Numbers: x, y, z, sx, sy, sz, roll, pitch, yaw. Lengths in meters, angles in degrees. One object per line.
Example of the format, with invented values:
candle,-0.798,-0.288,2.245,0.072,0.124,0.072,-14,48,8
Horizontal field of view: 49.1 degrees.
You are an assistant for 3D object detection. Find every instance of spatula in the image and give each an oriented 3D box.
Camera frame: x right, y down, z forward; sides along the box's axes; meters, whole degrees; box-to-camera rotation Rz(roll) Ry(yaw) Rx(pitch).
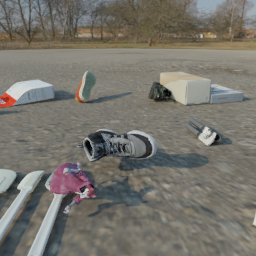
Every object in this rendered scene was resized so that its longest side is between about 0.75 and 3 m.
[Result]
spatula,-1.886,1.306,4.838,1.857,0.215,2.671,3,18,-2

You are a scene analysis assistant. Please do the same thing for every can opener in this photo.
can opener,2.173,0.129,8.201,0.515,0.408,1.549,31,10,-24

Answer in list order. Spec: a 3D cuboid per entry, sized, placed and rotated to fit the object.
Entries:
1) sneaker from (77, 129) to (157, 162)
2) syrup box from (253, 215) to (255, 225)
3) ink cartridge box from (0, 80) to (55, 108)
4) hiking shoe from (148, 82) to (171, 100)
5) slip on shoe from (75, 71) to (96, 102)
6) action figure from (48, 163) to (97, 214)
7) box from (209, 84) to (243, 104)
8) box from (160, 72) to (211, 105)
sneaker,-0.289,0.428,5.971,1.703,0.643,0.969,6,15,34
syrup box,3.200,1.250,3.973,2.417,0.952,0.984,15,24,38
ink cartridge box,-4.965,-1.585,12.477,2.741,0.648,2.194,-14,23,-32
hiking shoe,1.471,-1.582,12.728,0.943,0.709,1.873,19,24,3
slip on shoe,-1.895,-1.851,12.392,0.569,0.689,1.860,-21,42,34
action figure,-0.887,1.027,4.882,1.050,0.703,0.782,13,3,37
box,3.966,-1.604,12.927,1.614,0.426,2.071,-6,19,-16
box,2.513,-1.854,12.691,1.247,1.021,2.626,-7,20,-18
